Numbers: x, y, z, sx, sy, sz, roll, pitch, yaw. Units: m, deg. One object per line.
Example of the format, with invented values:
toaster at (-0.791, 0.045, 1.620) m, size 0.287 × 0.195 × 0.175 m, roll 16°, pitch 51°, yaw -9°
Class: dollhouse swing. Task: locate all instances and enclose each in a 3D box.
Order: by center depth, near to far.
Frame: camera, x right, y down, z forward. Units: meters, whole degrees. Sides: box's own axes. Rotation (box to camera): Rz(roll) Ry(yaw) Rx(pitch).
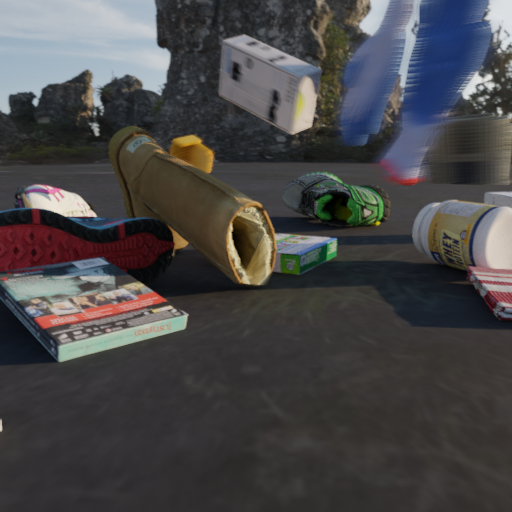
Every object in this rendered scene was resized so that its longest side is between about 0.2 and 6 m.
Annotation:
dollhouse swing at (-1.237, -1.836, 10.620) m, size 0.590 × 0.650 × 0.571 m, roll -21°, pitch 56°, yaw -30°

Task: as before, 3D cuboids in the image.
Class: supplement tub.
supplement tub at (3.349, -0.310, 8.903) m, size 1.083 × 1.083 × 1.500 m, roll -6°, pitch 13°, yaw -27°

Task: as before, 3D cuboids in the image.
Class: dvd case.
dvd case at (-1.956, 0.505, 6.381) m, size 1.478 × 0.223 × 2.024 m, roll -11°, pitch 27°, yaw -41°

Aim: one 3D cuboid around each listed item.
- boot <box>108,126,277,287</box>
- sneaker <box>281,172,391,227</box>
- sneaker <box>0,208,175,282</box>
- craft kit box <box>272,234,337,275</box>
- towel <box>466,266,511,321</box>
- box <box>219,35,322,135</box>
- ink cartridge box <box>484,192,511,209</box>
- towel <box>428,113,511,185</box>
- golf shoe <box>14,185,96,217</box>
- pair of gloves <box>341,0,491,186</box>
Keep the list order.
boot at (-0.936, -0.381, 8.676) m, size 1.046 × 2.769 × 3.162 m, roll -41°, pitch 51°, yaw -16°
sneaker at (1.709, -1.414, 13.882) m, size 1.335 × 1.222 × 3.133 m, roll -10°, pitch 16°, yaw -39°
sneaker at (-2.717, -0.028, 7.971) m, size 2.989 × 1.185 × 1.428 m, roll 2°, pitch 2°, yaw -43°
craft kit box at (0.348, -0.082, 9.639) m, size 1.618 × 0.397 × 1.638 m, roll 9°, pitch 15°, yaw 28°
towel at (3.592, 0.510, 7.185) m, size 1.395 × 0.220 × 1.937 m, roll 4°, pitch 14°, yaw 8°
box at (0.193, -3.000, 9.738) m, size 1.836 × 1.071 × 0.552 m, roll 36°, pitch 47°, yaw 28°
ink cartridge box at (5.646, -0.862, 11.903) m, size 1.281 × 0.940 × 0.935 m, roll -4°, pitch 12°, yaw -13°
towel at (3.095, -1.539, 8.165) m, size 1.132 × 1.176 × 0.203 m, roll 5°, pitch 46°, yaw 28°
golf shoe at (-4.038, -0.880, 11.397) m, size 1.504 × 1.186 × 3.266 m, roll -3°, pitch 12°, yaw -13°
pair of gloves at (1.995, -2.637, 7.854) m, size 0.387 × 2.734 × 3.400 m, roll 10°, pitch 24°, yaw -17°
